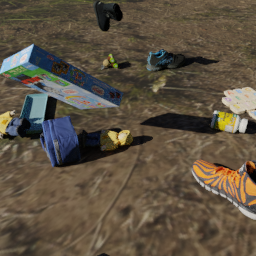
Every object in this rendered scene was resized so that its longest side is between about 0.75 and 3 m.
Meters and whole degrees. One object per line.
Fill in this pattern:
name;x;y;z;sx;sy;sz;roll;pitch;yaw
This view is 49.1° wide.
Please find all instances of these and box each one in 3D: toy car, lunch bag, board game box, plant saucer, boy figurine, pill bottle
toy car;-1.113;-3.622;15.871;0.933;0.736;0.767;-29;33;9
lunch bag;-2.423;0.411;9.743;1.154;1.185;1.744;-13;38;-17
board game box;-1.942;-1.326;8.285;2.935;0.537;2.220;23;-14;-38
plant saucer;-4.026;-0.656;11.991;1.004;0.273;2.873;-5;38;-7
boy figurine;-0.758;0.432;10.244;1.854;0.597;1.153;0;34;3
pill bottle;3.966;-0.212;10.991;1.265;0.713;0.713;15;39;19
boy figurine;-4.802;-0.186;10.887;2.047;0.660;1.273;11;60;19

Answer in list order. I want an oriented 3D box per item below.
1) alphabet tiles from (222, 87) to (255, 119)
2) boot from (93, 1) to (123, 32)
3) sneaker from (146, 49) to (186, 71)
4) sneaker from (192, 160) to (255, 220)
alphabet tiles;5.706;-1.213;12.799;2.554;0.186;2.498;-11;37;-13
boot;-0.839;-5.130;13.126;1.347;1.603;0.612;25;63;31
sneaker;2.228;-3.914;15.760;2.493;1.021;0.913;-18;40;-23
sneaker;3.090;1.366;8.224;1.006;1.453;2.594;-30;46;-34
